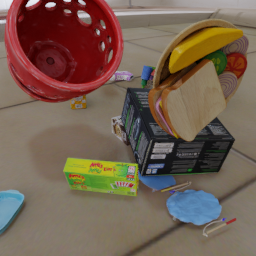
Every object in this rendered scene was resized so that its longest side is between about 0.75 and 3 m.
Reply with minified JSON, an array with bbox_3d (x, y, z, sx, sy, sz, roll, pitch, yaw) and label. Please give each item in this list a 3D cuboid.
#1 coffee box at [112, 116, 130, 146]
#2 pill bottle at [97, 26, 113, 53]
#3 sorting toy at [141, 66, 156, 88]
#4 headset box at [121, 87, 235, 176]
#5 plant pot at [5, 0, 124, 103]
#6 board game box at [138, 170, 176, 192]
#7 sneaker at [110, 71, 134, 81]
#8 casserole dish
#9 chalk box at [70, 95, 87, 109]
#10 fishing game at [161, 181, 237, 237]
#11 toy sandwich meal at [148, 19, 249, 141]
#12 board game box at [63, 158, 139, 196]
[{"bbox_3d":[-0.133,0.072,9.415,0.414,0.586,1.037,-17,33,-28],"label":"coffee box"},{"bbox_3d":[-0.826,-3.734,11.711,0.752,0.752,1.321,-9,39,-16],"label":"pill bottle"},{"bbox_3d":[1.357,-2.324,13.478,1.522,1.040,2.533,11,16,-11],"label":"sorting toy"},{"bbox_3d":[1.238,-0.048,8.235,2.396,1.277,2.752,0,37,-18],"label":"headset box"},{"bbox_3d":[-1.803,-1.949,7.271,2.690,2.690,2.449,-19,0,-29],"label":"plant pot"},{"bbox_3d":[0.721,1.385,7.452,1.066,0.208,0.842,-7,34,-41],"label":"board game box"},{"bbox_3d":[-0.258,-2.618,14.319,1.264,0.458,0.720,-19,38,-30],"label":"sneaker"},{"bbox_3d":[-2.942,1.961,6.419,0.822,0.263,1.358,6,31,9],"label":"casserole dish"},{"bbox_3d":[-2.097,-1.311,11.780,0.667,0.662,1.068,-5,30,-10],"label":"chalk box"},{"bbox_3d":[1.539,1.875,6.592,1.272,0.276,1.776,-14,25,-24],"label":"fishing game"},{"bbox_3d":[1.537,-0.908,5.596,2.500,2.500,0.856,-11,34,-19],"label":"toy sandwich meal"},{"bbox_3d":[-0.629,1.229,6.987,1.748,0.888,0.416,4,49,7],"label":"board game box"}]
